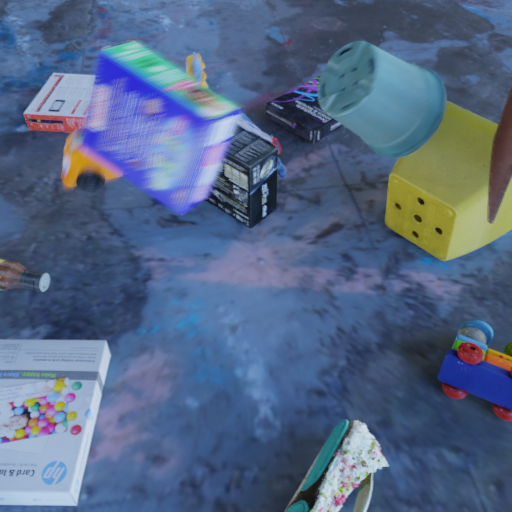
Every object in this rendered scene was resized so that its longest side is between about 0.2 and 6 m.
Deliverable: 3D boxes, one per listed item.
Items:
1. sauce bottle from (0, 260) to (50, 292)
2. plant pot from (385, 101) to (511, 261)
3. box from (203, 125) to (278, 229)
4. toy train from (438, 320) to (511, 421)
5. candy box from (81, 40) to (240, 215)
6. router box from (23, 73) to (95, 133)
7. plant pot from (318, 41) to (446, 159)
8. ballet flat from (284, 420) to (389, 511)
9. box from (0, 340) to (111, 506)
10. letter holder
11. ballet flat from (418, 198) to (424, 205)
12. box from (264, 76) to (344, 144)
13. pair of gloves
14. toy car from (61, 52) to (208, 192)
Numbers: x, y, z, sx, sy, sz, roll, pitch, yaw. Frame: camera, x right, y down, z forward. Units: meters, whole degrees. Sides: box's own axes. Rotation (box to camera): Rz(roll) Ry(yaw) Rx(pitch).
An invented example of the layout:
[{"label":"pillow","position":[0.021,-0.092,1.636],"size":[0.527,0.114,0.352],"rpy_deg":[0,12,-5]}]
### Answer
[{"label":"sauce bottle","position":[-4.459,0.342,9.797],"size":[1.665,0.549,0.549],"rpy_deg":[11,47,10]},{"label":"plant pot","position":[3.552,-1.205,10.351],"size":[1.867,2.116,2.116],"rpy_deg":[-38,56,-20]},{"label":"box","position":[-0.536,-1.699,11.052],"size":[1.897,1.553,0.817],"rpy_deg":[33,55,28]},{"label":"toy train","position":[3.909,1.748,8.287],"size":[2.143,0.907,1.240],"rpy_deg":[21,36,19]},{"label":"candy box","position":[-1.105,-1.413,6.216],"size":[1.505,1.272,0.580],"rpy_deg":[34,38,9]},{"label":"router box","position":[-4.467,-3.783,13.816],"size":[1.756,0.478,1.957],"rpy_deg":[5,46,5]},{"label":"plant pot","position":[1.921,-2.542,8.954],"size":[1.560,1.593,1.593],"rpy_deg":[13,33,-42]},{"label":"ballet flat","position":[0.788,3.197,6.810],"size":[0.866,1.025,2.710],"rpy_deg":[42,59,5]},{"label":"box","position":[-3.218,2.271,7.965],"size":[1.831,0.484,2.349],"rpy_deg":[1,47,1]},{"label":"letter holder","position":[3.956,-1.448,7.794],"size":[1.055,1.491,2.098],"rpy_deg":[14,48,11]},{"label":"ballet flat","position":[4.272,-1.164,11.015],"size":[2.927,0.993,1.102],"rpy_deg":[-6,23,-15]},{"label":"box","position":[1.588,-3.695,13.782],"size":[2.332,0.421,1.667],"rpy_deg":[-36,56,-28]},{"label":"pair of gloves","position":[-0.187,-2.390,11.320],"size":[1.846,2.296,0.262],"rpy_deg":[36,86,17]},{"label":"toy car","position":[-2.112,-2.702,9.989],"size":[2.085,1.414,4.250],"rpy_deg":[-3,34,7]}]
